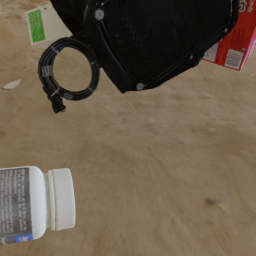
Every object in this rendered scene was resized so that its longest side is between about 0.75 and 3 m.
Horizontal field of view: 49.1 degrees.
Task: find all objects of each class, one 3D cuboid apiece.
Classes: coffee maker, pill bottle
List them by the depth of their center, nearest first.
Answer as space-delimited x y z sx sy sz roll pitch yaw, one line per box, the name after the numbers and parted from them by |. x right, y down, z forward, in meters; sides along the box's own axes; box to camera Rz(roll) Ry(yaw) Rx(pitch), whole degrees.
-0.887 0.559 2.025 0.949 0.540 0.540 -3 44 -18 | pill bottle
-0.333 -1.960 4.435 2.833 1.986 2.949 -19 35 -18 | coffee maker

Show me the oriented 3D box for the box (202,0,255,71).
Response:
1.776 -2.329 4.590 1.184 2.376 1.134 25 50 23 | box

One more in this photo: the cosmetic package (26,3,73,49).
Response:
-1.641 -2.684 7.196 1.737 0.935 0.737 -9 3 22 | cosmetic package
